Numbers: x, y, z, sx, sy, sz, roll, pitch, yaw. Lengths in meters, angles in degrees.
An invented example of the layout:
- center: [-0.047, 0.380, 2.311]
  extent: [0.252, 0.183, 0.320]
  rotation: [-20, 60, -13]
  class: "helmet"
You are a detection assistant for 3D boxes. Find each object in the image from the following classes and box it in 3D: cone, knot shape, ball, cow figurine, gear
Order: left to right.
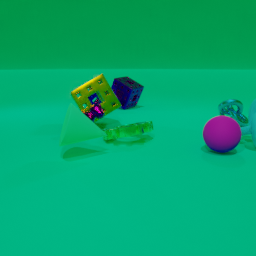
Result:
- center: [-1.179, -0.316, 7.846]
  extent: [1.019, 1.003, 0.559]
  rotation: [6, -14, -6]
  class: "cow figurine"
- center: [-0.875, 0.044, 5.914]
  extent: [0.930, 0.927, 0.927]
  rotation: [15, 9, -17]
  class: "cone"
- center: [-0.006, 0.054, 7.337]
  extent: [1.319, 0.244, 1.319]
  rotation: [-11, 3, 1]
  class: "gear"
- center: [2.113, 0.137, 6.315]
  extent: [0.831, 0.831, 0.831]
  rotation: [0, 13, 0]
  class: "ball"
- center: [3.368, -0.517, 9.232]
  extent: [0.543, 1.175, 1.100]
  rotation: [-47, 17, -7]
  class: "knot shape"
- center: [3.157, -0.070, 6.794]
  extent: [0.634, 1.373, 1.284]
  rotation: [30, 41, 4]
  class: "knot shape"

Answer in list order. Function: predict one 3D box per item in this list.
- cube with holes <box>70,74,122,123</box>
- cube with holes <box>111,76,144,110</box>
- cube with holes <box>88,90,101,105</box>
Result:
- center: [-1.054, -0.895, 8.917]
  extent: [1.128, 1.128, 1.128]
  rotation: [-32, 9, -7]
  class: "cube with holes"
- center: [-0.098, -1.583, 12.488]
  extent: [1.016, 1.016, 1.016]
  rotation: [35, 30, 21]
  class: "cube with holes"
- center: [-1.384, -1.169, 11.552]
  extent: [0.725, 0.725, 0.725]
  rotation: [-48, 23, -4]
  class: "cube with holes"
